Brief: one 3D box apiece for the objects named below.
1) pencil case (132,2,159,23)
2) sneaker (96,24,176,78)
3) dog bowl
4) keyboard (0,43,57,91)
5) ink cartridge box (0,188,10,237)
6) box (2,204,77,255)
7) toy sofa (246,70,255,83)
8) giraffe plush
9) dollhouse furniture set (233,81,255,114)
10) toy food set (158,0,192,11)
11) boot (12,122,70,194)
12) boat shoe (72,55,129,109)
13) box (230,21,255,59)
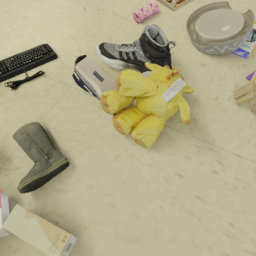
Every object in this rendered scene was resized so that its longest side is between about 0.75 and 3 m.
[{"bbox_3d":[0.776,-4.950,11.962,1.235,0.511,0.534,-39,104,-23],"label":"pencil case"},{"bbox_3d":[0.281,-2.851,9.779,2.951,1.679,1.113,23,47,13],"label":"sneaker"},{"bbox_3d":[3.519,-3.837,10.810,2.477,0.726,2.477,-8,55,12],"label":"dog bowl"},{"bbox_3d":[-3.902,-2.241,10.325,2.677,0.276,1.701,-30,61,-17],"label":"keyboard"},{"bbox_3d":[-4.058,2.358,7.056,1.895,0.639,1.104,-13,58,-10],"label":"ink cartridge box"},{"bbox_3d":[-2.132,2.560,6.832,1.619,0.769,0.630,24,65,13],"label":"box"},{"bbox_3d":[4.969,-2.082,10.004,1.481,0.613,0.723,-35,64,-21],"label":"toy sofa"},{"bbox_3d":[0.830,-1.072,8.546,2.710,2.338,2.198,-25,18,33],"label":"giraffe plush"},{"bbox_3d":[4.178,-0.814,9.431,0.967,0.788,0.920,32,56,-21],"label":"dollhouse furniture set"},{"bbox_3d":[2.166,-6.087,12.696,1.724,0.521,1.237,-37,64,-22],"label":"toy food set"},{"bbox_3d":[-2.816,0.773,8.086,1.692,0.675,1.861,-32,68,-35],"label":"boot"},{"bbox_3d":[-0.948,-1.351,9.471,0.859,1.067,2.301,-42,95,-25],"label":"boat shoe"},{"bbox_3d":[4.489,-3.556,11.102,1.265,0.441,2.125,30,64,18],"label":"box"}]
